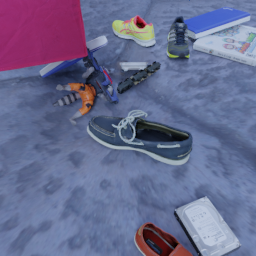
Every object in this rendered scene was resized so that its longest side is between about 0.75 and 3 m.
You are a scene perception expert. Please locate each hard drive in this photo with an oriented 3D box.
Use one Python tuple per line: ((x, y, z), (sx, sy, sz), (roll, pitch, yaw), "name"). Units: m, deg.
((-1.835, -2.275, 9.122), (1.535, 0.295, 2.326), (-35, 16, -30), "hard drive")
((3.554, -4.533, 11.952), (2.579, 0.327, 1.701), (-21, 37, -10), "hard drive")
((1.590, 2.051, 5.724), (0.834, 0.226, 1.194), (-17, 48, -16), "hard drive")

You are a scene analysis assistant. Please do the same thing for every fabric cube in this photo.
((-2.458, -2.742, 6.384), (2.209, 2.251, 2.244), (-16, 30, -25), "fabric cube")

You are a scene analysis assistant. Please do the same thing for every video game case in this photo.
((4.316, -3.565, 11.395), (2.467, 0.321, 2.710), (24, 50, 23), "video game case")

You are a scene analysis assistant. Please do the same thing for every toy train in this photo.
((0.396, -1.699, 9.403), (2.050, 0.469, 0.350), (-36, 79, -30), "toy train")

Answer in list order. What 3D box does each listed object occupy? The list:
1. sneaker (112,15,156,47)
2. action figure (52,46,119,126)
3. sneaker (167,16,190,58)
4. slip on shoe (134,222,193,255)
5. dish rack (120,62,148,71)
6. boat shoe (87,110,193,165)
((0.249, -4.189, 11.544), (2.248, 1.015, 0.879), (30, 53, 29), "sneaker")
((-1.309, -1.387, 8.319), (1.115, 2.132, 2.062), (-6, 28, 44), "action figure")
((1.940, -3.499, 10.854), (0.893, 0.979, 2.418), (0, 44, 0), "sneaker")
((0.884, 2.422, 5.097), (1.871, 0.573, 0.693), (34, 52, 28), "slip on shoe")
((0.191, -2.108, 9.651), (0.967, 0.245, 1.127), (0, 8, -1), "dish rack")
((0.236, 0.120, 7.216), (2.863, 0.885, 1.072), (20, 48, 19), "boat shoe")
